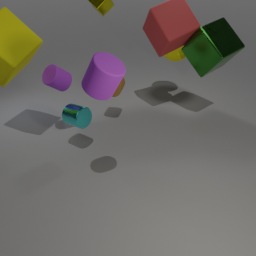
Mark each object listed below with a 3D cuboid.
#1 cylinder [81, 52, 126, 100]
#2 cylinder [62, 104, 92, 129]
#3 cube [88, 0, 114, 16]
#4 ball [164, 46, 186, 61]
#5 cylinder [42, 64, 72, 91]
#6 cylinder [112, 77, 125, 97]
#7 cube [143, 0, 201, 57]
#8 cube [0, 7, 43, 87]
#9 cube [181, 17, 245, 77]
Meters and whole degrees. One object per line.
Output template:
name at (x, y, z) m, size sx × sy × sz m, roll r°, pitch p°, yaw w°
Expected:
cylinder at (-0.498, -1.038, 5.644) m, size 0.700 × 0.700 × 0.700 m, roll 18°, pitch 43°, yaw -18°
cylinder at (-1.645, -0.390, 9.037) m, size 0.700 × 0.700 × 0.700 m, roll 16°, pitch 34°, yaw 35°
cube at (-1.143, -5.317, 11.821) m, size 0.700 × 0.700 × 0.700 m, roll 49°, pitch 9°, yaw 16°
ball at (2.171, -3.738, 12.689) m, size 1.400 × 1.400 × 1.400 m, roll 0°, pitch 31°, yaw 0°
cylinder at (-2.326, -1.636, 9.198) m, size 0.700 × 0.700 × 0.700 m, roll 25°, pitch 2°, yaw 35°
cylinder at (-0.524, -1.670, 10.873) m, size 0.700 × 0.700 × 0.700 m, roll 6°, pitch 36°, yaw 11°
cube at (1.588, -3.798, 10.560) m, size 1.400 × 1.400 × 1.400 m, roll -28°, pitch -4°, yaw -12°
cube at (-3.705, -2.373, 8.367) m, size 1.400 × 1.400 × 1.400 m, roll -26°, pitch 28°, yaw 50°
cube at (3.200, -3.044, 10.657) m, size 1.400 × 1.400 × 1.400 m, roll -30°, pitch 83°, yaw -28°
